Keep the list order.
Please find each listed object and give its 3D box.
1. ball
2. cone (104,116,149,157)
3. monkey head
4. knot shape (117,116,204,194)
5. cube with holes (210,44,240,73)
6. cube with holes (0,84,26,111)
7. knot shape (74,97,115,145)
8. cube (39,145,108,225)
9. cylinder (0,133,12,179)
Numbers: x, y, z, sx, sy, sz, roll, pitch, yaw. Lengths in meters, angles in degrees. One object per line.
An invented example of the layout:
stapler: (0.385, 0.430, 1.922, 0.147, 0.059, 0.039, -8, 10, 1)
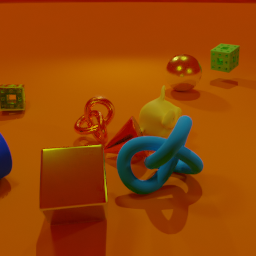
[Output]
ball: (2.079, -2.072, 10.554, 1.373, 1.373, 1.373, 0, 26, 0)
cone: (-0.168, 0.370, 6.401, 1.010, 1.006, 1.006, -22, 25, 9)
monkey head: (0.747, -0.263, 6.975, 1.033, 1.714, 1.233, 30, -6, 16)
knot shape: (0.734, 0.465, 5.250, 1.728, 1.617, 0.798, -1, 45, -28)
cube with holes: (4.051, -2.931, 11.712, 0.849, 0.849, 0.849, 23, 46, 40)
cube with holes: (-3.645, -0.975, 8.854, 0.720, 0.720, 0.720, -3, 16, -16)
knot shape: (-0.779, -0.095, 6.983, 0.543, 1.175, 1.099, 9, 47, -57)
cube: (-0.853, 0.942, 4.572, 0.971, 0.971, 0.971, -4, 59, -8)
cylinder: (-3.056, 0.629, 5.303, 1.185, 1.185, 1.185, 17, 30, 31)
